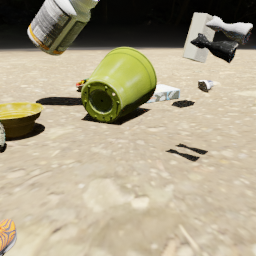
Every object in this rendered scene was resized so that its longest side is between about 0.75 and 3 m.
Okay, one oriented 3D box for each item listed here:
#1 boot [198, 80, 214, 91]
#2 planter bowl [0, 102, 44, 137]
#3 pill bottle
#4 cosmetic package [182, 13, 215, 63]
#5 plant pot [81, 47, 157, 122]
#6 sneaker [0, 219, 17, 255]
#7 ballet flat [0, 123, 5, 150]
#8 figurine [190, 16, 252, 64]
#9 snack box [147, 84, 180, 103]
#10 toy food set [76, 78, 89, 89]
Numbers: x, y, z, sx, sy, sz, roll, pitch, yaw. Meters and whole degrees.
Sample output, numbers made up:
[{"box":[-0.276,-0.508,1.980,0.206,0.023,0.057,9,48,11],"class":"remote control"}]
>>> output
[{"box":[3.987,-2.159,13.880,0.660,0.532,1.462,-6,19,-1],"class":"boot"},{"box":[-3.304,-0.195,8.082,1.745,0.727,1.745,1,20,0],"class":"planter bowl"},{"box":[-2.252,-3.895,9.802,2.577,1.500,1.500,-40,-1,30],"class":"pill bottle"},{"box":[2.533,-3.145,9.863,0.797,1.540,0.563,4,16,-42],"class":"cosmetic package"},{"box":[-0.441,-1.314,9.502,2.291,2.291,2.205,8,32,22],"class":"plant pot"},{"box":[-1.795,1.430,3.747,0.388,0.561,1.001,-1,20,-1],"class":"sneaker"},{"box":[-4.236,0.374,6.316,2.751,0.933,1.036,-6,51,-29],"class":"ballet flat"},{"box":[1.756,-1.740,5.315,0.850,0.375,0.871,32,72,26],"class":"figurine"},{"box":[0.938,-1.488,12.151,2.314,0.429,1.344,-10,22,-27],"class":"snack box"},{"box":[-1.741,-2.265,13.784,1.698,0.413,1.681,-20,11,-39],"class":"toy food set"}]
